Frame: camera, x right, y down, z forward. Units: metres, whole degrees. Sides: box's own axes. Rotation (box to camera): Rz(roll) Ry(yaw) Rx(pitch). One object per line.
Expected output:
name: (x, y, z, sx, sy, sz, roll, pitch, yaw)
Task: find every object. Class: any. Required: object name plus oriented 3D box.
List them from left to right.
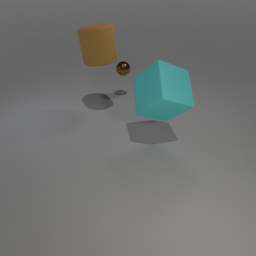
cylinder: (-1.202, -3.329, 11.153, 1.400, 1.400, 1.400, -6, 27, 3)
ball: (-0.234, -2.892, 13.631, 0.700, 0.700, 0.700, 0, 29, 0)
cube: (1.170, -1.196, 9.460, 1.400, 1.400, 1.400, 10, 65, -35)
